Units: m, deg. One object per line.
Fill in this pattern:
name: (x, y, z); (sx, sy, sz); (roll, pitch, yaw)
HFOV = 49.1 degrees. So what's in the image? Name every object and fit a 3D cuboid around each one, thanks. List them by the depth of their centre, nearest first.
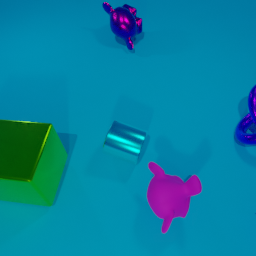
monkey head: (0.899, 1.311, 5.683); (0.896, 1.069, 1.486); (7, 54, -25)
cube: (-2.263, 0.759, 6.050); (1.346, 1.346, 1.346); (5, 55, 9)
cylinder: (-0.064, 0.335, 6.674); (0.864, 0.864, 0.864); (20, 56, 5)
knot shape: (3.592, -0.192, 6.731); (1.659, 0.819, 1.773); (30, 92, 35)
monkey head: (-0.193, -3.397, 9.296); (1.032, 1.232, 1.713); (-38, 101, -28)
